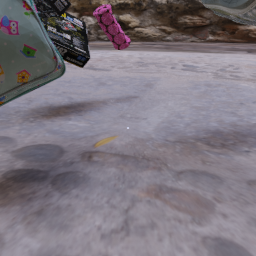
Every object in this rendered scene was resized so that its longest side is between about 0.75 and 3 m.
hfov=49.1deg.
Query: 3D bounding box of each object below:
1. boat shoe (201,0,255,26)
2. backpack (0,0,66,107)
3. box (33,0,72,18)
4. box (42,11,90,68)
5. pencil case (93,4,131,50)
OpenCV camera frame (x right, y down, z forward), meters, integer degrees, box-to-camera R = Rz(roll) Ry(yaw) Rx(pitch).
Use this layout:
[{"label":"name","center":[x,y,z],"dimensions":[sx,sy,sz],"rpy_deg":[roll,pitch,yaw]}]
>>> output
[{"label":"boat shoe","center":[1.616,-1.946,4.302],"dimensions":[0.530,0.609,1.653],"rpy_deg":[38,19,-25]},{"label":"backpack","center":[-2.315,-1.546,4.598],"dimensions":[2.000,2.275,1.744],"rpy_deg":[-29,19,-14]},{"label":"box","center":[-2.069,-2.923,5.870],"dimensions":[1.607,1.267,0.400],"rpy_deg":[22,71,49]},{"label":"box","center":[-2.501,-3.295,9.405],"dimensions":[2.482,0.612,1.982],"rpy_deg":[17,47,-38]},{"label":"pencil case","center":[-0.578,-3.864,10.716],"dimensions":[0.801,1.765,0.827],"rpy_deg":[6,57,37]}]
